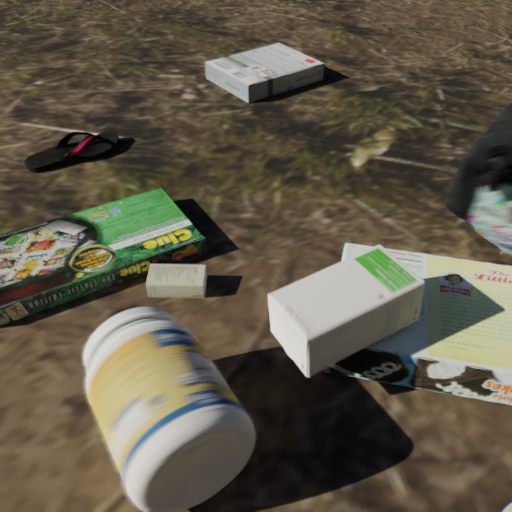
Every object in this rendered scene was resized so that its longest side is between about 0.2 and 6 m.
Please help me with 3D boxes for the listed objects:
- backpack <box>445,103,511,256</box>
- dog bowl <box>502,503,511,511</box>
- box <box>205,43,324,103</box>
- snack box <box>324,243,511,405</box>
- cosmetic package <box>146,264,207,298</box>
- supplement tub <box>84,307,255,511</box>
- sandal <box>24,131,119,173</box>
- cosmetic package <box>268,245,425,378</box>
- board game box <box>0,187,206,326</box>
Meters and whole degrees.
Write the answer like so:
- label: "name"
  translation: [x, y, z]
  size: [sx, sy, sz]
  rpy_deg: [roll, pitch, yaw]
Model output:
- label: "backpack"
  translation: [4.397, -0.797, 7.951]
  size: [2.841, 1.798, 2.371]
  rpy_deg: [32, 60, 19]
- label: "dog bowl"
  translation: [2.626, 2.792, 4.758]
  size: [1.375, 0.542, 1.375]
  rpy_deg: [0, 40, 0]
- label: "box"
  translation: [0.204, -4.538, 13.733]
  size: [2.324, 0.478, 1.812]
  rpy_deg: [-27, 47, -27]
- label: "snack box"
  translation: [2.637, 0.850, 7.048]
  size: [3.317, 0.615, 1.927]
  rpy_deg: [9, 41, 10]
- label: "cosmetic package"
  translation: [-1.113, 0.355, 7.897]
  size: [0.803, 0.285, 0.422]
  rpy_deg: [2, 46, 2]
- label: "supplement tub"
  translation: [-0.962, 1.494, 5.732]
  size: [1.296, 1.296, 1.792]
  rpy_deg: [-20, 44, -23]
- label: "sandal"
  translation: [-3.522, -2.105, 10.806]
  size: [1.898, 0.428, 0.713]
  rpy_deg: [-25, 45, -27]
- label: "cosmetic package"
  translation: [1.011, 0.594, 6.359]
  size: [1.578, 0.669, 0.849]
  rpy_deg: [-23, 43, -21]
- label: "board game box"
  translation: [-2.561, -0.098, 8.437]
  size: [3.220, 0.378, 1.687]
  rpy_deg: [-20, 41, -22]
